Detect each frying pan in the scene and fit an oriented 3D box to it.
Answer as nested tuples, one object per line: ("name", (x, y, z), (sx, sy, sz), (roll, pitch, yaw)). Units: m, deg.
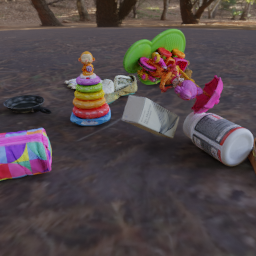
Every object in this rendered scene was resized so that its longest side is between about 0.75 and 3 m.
("frying pan", (-3.693, -0.901, 11.146), (2.552, 0.415, 1.543), (11, 28, 18))

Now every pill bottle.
("pill bottle", (2.451, 0.203, 7.898), (1.071, 1.071, 1.849), (-11, 27, -24))

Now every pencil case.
("pencil case", (-3.261, 0.714, 6.672), (2.795, 1.235, 1.235), (-8, 26, -18))

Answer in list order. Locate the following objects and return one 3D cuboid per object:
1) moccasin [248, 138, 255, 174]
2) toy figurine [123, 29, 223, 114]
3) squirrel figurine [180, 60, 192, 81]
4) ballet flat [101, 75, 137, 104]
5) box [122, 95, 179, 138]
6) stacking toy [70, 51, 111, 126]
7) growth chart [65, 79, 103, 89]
("moccasin", (3.518, 0.830, 6.909), (0.714, 0.754, 1.953), (4, 25, 8))
("toy figurine", (1.518, -1.431, 8.062), (2.609, 1.959, 2.402), (-9, 46, -45))
("squirrel figurine", (2.321, -2.750, 14.471), (2.015, 1.426, 1.880), (-13, 35, 5))
("ballet flat", (-0.650, -1.748, 12.273), (1.047, 1.047, 2.962), (20, 31, 36))
("box", (0.698, -0.282, 8.032), (0.634, 0.762, 1.854), (14, -4, 40))
("stacking toy", (-1.351, -1.415, 9.780), (1.422, 2.451, 1.345), (-1, 25, -3))
("growth chart", (-1.998, -2.194, 14.163), (2.037, 0.250, 2.814), (-18, 30, -33))
